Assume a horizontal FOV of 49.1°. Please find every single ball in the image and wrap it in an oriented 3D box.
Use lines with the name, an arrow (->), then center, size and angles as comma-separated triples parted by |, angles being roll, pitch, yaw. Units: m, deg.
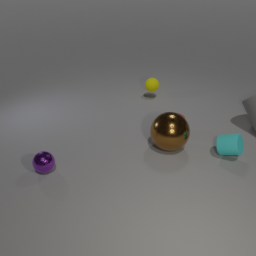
ball -> 1.202, -2.148, 13.999 | 0.700, 0.700, 0.700 | 0, 30, 0
ball -> 1.488, 0.123, 9.939 | 1.400, 1.400, 1.400 | 0, 30, 0
ball -> -2.696, 1.089, 8.963 | 0.700, 0.700, 0.700 | 0, 30, 0

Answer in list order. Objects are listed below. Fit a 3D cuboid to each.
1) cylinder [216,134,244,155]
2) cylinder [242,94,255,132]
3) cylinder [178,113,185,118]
cylinder -> 3.457, 0.562, 9.489 | 0.700, 0.700, 0.700 | -5, 21, 40
cylinder -> 5.394, -0.706, 10.888 | 1.400, 1.400, 1.400 | -22, -6, -2
cylinder -> 1.844, -0.173, 11.100 | 0.700, 0.700, 0.700 | 7, 26, -3
